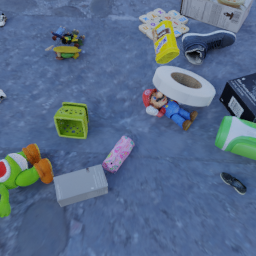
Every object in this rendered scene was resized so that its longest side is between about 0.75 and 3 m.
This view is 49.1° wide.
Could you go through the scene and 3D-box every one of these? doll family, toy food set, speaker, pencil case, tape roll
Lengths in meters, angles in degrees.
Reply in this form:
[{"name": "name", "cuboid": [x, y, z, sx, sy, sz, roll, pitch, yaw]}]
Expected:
[{"name": "doll family", "cuboid": [-2.708, -4.047, 12.546, 1.526, 0.599, 0.882, 15, 60, 16]}, {"name": "toy food set", "cuboid": [-2.722, -3.194, 12.034, 1.443, 0.471, 0.849, 4, 31, 0]}, {"name": "speaker", "cuboid": [4.311, 0.514, 8.885, 2.811, 1.243, 1.243, 18, 57, 12]}, {"name": "pencil case", "cuboid": [-0.300, 0.854, 9.055, 0.556, 0.556, 1.273, 27, 58, 18]}, {"name": "tape roll", "cuboid": [2.059, -1.573, 10.276, 2.332, 0.426, 2.332, 14, 33, -9]}]

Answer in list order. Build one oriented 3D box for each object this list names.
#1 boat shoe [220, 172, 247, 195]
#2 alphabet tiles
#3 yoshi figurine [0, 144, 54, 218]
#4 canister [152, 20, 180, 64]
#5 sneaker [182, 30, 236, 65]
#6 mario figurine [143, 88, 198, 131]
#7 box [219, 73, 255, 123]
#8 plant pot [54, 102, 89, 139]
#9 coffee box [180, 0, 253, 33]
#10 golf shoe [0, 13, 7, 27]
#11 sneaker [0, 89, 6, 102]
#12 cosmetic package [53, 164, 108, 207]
[{"name": "boat shoe", "cuboid": [3.272, 1.655, 8.641, 0.335, 0.298, 0.897, -31, 60, -20]}, {"name": "alphabet tiles", "cuboid": [1.701, -4.957, 13.400, 2.303, 0.168, 2.252, -32, 60, -20]}, {"name": "yoshi figurine", "cuboid": [-3.765, 1.727, 8.195, 2.922, 1.642, 1.636, -25, 98, -33]}, {"name": "canister", "cuboid": [1.070, -2.503, 8.175, 0.442, 0.758, 1.021, -1, 75, -33]}, {"name": "sneaker", "cuboid": [3.430, -3.352, 11.745, 2.257, 0.858, 1.631, -1, 44, 11]}, {"name": "mario figurine", "cuboid": [1.424, -0.802, 9.851, 2.035, 1.079, 1.256, 32, 21, 12]}, {"name": "box", "cuboid": [4.618, -0.970, 10.036, 1.819, 1.068, 1.789, -17, 57, -13]}, {"name": "plant pot", "cuboid": [-1.863, -0.306, 9.630, 1.013, 1.018, 0.924, 6, 47, 4]}, {"name": "coffee box", "cuboid": [4.247, -5.954, 13.470, 2.982, 1.189, 1.706, 27, 59, 18]}, {"name": "golf shoe", "cuboid": [-6.071, -5.191, 13.446, 0.308, 0.374, 0.791, 1, 56, -1]}, {"name": "sneaker", "cuboid": [-5.067, -1.064, 10.539, 0.440, 0.377, 1.011, 36, 62, 17]}, {"name": "cosmetic package", "cuboid": [-1.406, 1.719, 8.389, 1.490, 0.672, 0.796, -14, 59, -13]}]
